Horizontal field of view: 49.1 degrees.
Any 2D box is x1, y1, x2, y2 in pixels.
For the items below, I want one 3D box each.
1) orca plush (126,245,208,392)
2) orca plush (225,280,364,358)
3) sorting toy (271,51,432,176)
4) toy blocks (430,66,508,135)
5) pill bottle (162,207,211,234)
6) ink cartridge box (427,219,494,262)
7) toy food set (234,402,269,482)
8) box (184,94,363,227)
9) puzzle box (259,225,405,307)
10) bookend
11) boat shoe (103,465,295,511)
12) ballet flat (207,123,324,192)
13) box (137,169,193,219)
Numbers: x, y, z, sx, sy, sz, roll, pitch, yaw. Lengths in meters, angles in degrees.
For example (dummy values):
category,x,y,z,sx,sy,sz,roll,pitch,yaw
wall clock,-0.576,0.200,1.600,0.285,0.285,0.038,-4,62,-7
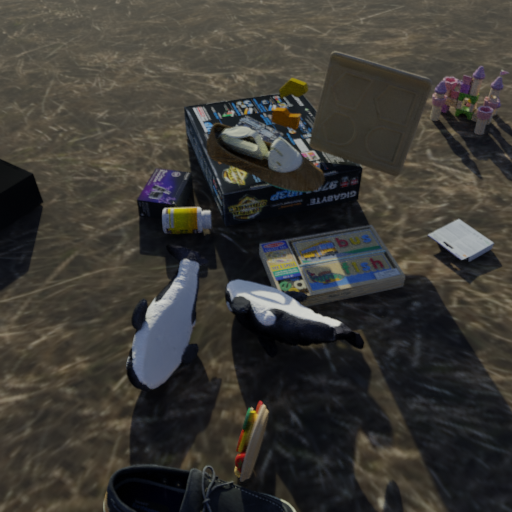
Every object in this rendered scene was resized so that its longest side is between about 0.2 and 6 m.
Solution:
category,x,y,z,sx,sy,sz,roll,pitch,yaw
orca plush,-1.670,1.021,9.300,0.922,1.365,2.594,-18,57,39
orca plush,0.481,1.202,9.228,2.692,0.957,1.416,13,18,30
sorting toy,1.823,-2.991,11.358,2.937,2.188,0.393,22,41,13
toy blocks,5.714,-4.397,14.857,1.639,1.477,1.754,26,48,26
pill bottle,-1.422,-0.729,11.533,0.973,0.531,0.531,-2,42,-2
ink cartridge box,4.092,-0.276,11.287,0.947,0.192,0.945,-23,47,-23
toy food set,-0.072,2.477,7.508,0.257,1.056,1.045,16,77,9
box,0.244,-2.477,13.158,3.137,0.908,3.946,-12,44,-13
puzzle box,1.406,0.170,10.713,2.409,0.306,1.603,-11,43,-11
bookend,-5.870,-1.276,11.937,1.726,0.800,1.737,23,48,25
boat shoe,-0.726,3.193,7.051,2.543,0.791,0.949,9,41,7
ballet flat,0.128,-1.991,10.847,2.531,0.916,0.858,25,62,19
box,-1.972,-1.355,12.269,0.877,0.490,1.242,9,43,6
